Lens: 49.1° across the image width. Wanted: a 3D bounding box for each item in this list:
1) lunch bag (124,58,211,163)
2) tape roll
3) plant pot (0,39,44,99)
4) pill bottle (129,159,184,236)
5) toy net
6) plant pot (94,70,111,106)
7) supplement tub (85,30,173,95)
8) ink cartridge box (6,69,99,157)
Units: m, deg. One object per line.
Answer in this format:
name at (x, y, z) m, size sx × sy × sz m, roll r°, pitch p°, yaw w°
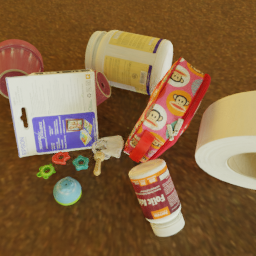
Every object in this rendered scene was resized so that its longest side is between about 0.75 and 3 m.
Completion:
lunch bag at (0.741, -0.170, 6.629) m, size 1.047 × 2.555 × 2.250 m, roll 33°, pitch 64°, yaw 1°
tape roll at (2.923, 0.414, 5.906) m, size 2.870 × 2.870 × 1.004 m, roll 13°, pitch 64°, yaw 11°
plant pot at (-3.395, -1.665, 8.558) m, size 1.630 × 1.630 × 1.459 m, roll -12°, pitch 41°, yaw -11°
pill bottle at (0.633, 1.476, 5.978) m, size 0.829 × 0.829 × 1.452 m, roll -23°, pitch 96°, yaw -19°
toy net at (-1.091, 0.868, 7.179) m, size 1.193 × 0.439 × 2.274 m, roll 38°, pitch 58°, yaw 24°
plant pot at (-1.187, -1.080, 8.148) m, size 1.157 × 1.292 × 1.292 m, roll -20°, pitch 45°, yaw 21°
supplement tub at (0.051, -2.119, 8.976) m, size 2.442 × 1.776 × 1.776 m, roll 16°, pitch 50°, yaw 14°
ink cartridge box at (-1.857, -0.391, 7.219) m, size 2.100 × 2.080 × 0.456 m, roll -7°, pitch 19°, yaw -16°
